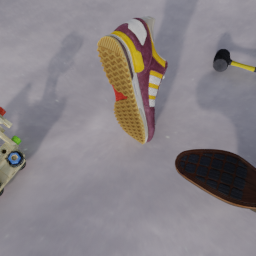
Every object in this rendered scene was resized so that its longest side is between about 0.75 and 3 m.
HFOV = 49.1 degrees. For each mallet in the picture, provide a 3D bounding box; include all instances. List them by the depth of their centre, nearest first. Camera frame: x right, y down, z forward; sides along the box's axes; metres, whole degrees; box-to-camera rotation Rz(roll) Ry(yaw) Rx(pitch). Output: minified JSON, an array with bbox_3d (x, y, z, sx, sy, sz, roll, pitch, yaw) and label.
[{"bbox_3d":[3.260,-1.532,7.438,2.065,0.425,0.680,25,48,16],"label":"mallet"}]

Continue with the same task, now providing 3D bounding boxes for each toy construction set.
[{"bbox_3d":[-3.153,0.684,5.929,1.550,1.089,2.365,35,82,1],"label":"toy construction set"}]

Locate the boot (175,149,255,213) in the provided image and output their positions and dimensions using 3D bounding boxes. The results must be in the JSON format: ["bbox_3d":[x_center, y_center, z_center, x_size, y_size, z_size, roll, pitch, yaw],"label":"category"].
[{"bbox_3d":[2.227,1.264,5.580,2.713,1.315,1.013,17,64,16],"label":"boot"}]

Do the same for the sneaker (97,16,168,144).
[{"bbox_3d":[0.346,-0.865,5.946,1.282,2.845,1.066,-39,51,-23],"label":"sneaker"}]
